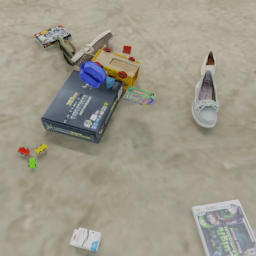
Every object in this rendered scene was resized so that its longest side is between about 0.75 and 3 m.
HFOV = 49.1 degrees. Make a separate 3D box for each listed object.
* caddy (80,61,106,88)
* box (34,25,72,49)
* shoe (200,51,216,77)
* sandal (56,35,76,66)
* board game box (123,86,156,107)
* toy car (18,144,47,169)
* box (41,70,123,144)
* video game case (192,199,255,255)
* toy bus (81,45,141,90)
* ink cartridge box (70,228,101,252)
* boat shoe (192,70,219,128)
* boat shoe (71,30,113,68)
[{"bbox_3d":[-1.067,-1.644,8.553,0.850,0.601,0.446,33,31,-18],"label":"caddy"},{"bbox_3d":[-3.706,-4.525,13.861,1.506,0.300,1.031,-30,58,-21],"label":"box"},{"bbox_3d":[3.562,-2.757,12.396,0.605,0.462,1.731,12,53,9],"label":"shoe"},{"bbox_3d":[-2.763,-3.683,12.884,0.595,0.828,2.085,-19,54,-15],"label":"sandal"},{"bbox_3d":[0.376,-1.089,9.906,0.967,1.436,0.209,17,83,-5],"label":"board game box"},{"bbox_3d":[-3.278,1.030,9.640,1.007,0.225,0.947,-9,53,-6],"label":"toy car"},{"bbox_3d":[-1.669,-0.914,10.811,2.222,0.719,2.818,15,53,12],"label":"box"},{"bbox_3d":[2.824,2.983,8.152,1.508,0.194,1.659,-8,53,-6],"label":"video game case"},{"bbox_3d":[-0.629,-2.412,11.692,2.133,1.168,2.261,-15,59,-18],"label":"toy bus"},{"bbox_3d":[-1.222,3.155,7.965,0.825,0.280,0.479,10,53,8],"label":"ink cartridge box"},{"bbox_3d":[3.055,-1.152,10.929,0.950,0.827,2.579,9,53,7],"label":"boat shoe"},{"bbox_3d":[-1.412,-3.535,12.732,0.877,1.058,2.945,49,44,-16],"label":"boat shoe"}]
